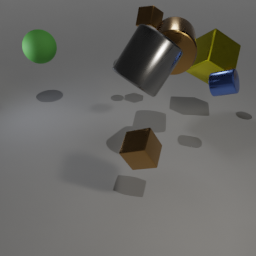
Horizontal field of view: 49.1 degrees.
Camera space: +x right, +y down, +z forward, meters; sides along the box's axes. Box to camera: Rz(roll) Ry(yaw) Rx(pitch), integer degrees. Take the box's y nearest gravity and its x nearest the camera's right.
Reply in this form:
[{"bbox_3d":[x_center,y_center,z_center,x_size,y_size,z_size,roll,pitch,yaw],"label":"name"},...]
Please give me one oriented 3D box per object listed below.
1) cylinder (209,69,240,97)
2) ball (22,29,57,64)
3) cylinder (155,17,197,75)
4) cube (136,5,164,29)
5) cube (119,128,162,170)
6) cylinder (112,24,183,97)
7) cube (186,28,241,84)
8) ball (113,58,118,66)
[{"bbox_3d":[2.776,-1.300,8.081,0.700,0.700,0.700,-5,24,34],"label":"cylinder"},{"bbox_3d":[-3.739,-3.443,11.865,1.400,1.400,1.400,0,31,0],"label":"ball"},{"bbox_3d":[1.428,-2.590,8.783,1.400,1.400,1.400,5,37,8],"label":"cylinder"},{"bbox_3d":[0.810,-4.072,10.465,0.700,0.700,0.700,14,5,38],"label":"cube"},{"bbox_3d":[0.320,0.513,6.757,0.700,0.700,0.700,-11,42,31],"label":"cube"},{"bbox_3d":[0.516,-1.775,7.486,1.400,1.400,1.400,33,10,-6],"label":"cylinder"},{"bbox_3d":[3.315,-2.755,11.044,1.400,1.400,1.400,23,-14,-24],"label":"cube"},{"bbox_3d":[-0.307,-2.792,12.473,0.700,0.700,0.700,0,31,0],"label":"ball"}]
